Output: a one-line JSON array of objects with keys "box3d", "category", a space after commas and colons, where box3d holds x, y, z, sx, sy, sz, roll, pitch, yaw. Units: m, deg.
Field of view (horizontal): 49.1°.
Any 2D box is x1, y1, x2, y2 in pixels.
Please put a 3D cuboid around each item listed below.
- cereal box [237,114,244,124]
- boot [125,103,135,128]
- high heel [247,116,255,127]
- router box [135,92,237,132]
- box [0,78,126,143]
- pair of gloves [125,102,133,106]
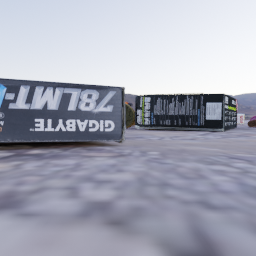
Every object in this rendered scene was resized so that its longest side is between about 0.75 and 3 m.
[{"box3d": [3.694, -0.426, 12.864, 2.551, 0.504, 1.835, 0, 2, -13], "category": "cereal box"}, {"box3d": [-0.119, -0.394, 8.563, 1.966, 0.742, 2.245, 21, 5, 31], "category": "boot"}, {"box3d": [4.383, -0.279, 8.393, 1.443, 0.486, 0.694, -3, 10, 41], "category": "high heel"}, {"box3d": [1.623, -0.392, 7.189, 2.005, 0.831, 2.676, 1, 2, 26], "category": "router box"}, {"box3d": [-1.686, -0.165, 3.408, 2.624, 0.652, 2.604, -1, 2, -23], "category": "box"}, {"box3d": [-1.099, -0.595, 11.620, 2.541, 0.314, 2.264, -21, 10, -13], "category": "pair of gloves"}]
